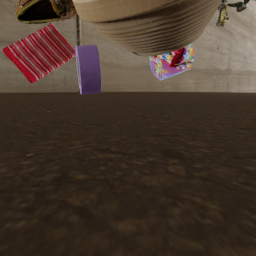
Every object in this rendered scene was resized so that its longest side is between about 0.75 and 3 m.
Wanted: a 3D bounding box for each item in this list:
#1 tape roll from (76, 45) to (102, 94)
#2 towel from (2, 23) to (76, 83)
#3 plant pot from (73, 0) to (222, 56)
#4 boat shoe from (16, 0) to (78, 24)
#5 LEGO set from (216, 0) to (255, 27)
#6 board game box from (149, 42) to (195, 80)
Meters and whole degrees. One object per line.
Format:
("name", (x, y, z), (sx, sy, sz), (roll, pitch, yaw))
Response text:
("tape roll", (-0.642, -0.935, 4.517), (0.326, 0.768, 0.768), (-7, 10, -11))
("towel", (-2.214, -1.940, 7.148), (1.551, 1.122, 0.174), (-42, 2, -26))
("plant pot", (0.485, -1.917, 4.383), (2.466, 1.138, 2.466), (-16, 34, 11))
("boat shoe", (-1.866, -3.590, 8.144), (2.974, 1.070, 1.011), (-8, 49, 21))
("LEGO set", (2.209, -2.679, 5.287), (0.533, 1.221, 1.880), (7, 7, 1))
("board game box", (1.645, -3.040, 11.539), (2.238, 1.768, 0.436), (-15, -6, 41))
